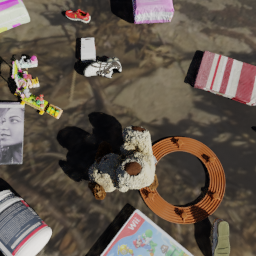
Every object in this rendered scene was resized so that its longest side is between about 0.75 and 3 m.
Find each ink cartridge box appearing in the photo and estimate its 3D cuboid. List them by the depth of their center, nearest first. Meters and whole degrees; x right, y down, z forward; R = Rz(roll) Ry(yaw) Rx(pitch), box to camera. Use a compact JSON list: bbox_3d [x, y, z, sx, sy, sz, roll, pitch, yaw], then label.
[{"bbox_3d":[-1.430,-2.811,10.078,0.494,0.228,0.907,-3,68,-1],"label":"ink cartridge box"}]

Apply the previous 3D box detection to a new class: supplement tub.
[{"bbox_3d":[-3.020,2.627,7.468,1.722,1.208,1.208,40,74,14],"label":"supplement tub"}]

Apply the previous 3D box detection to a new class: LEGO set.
[{"bbox_3d":[-3.114,-1.346,9.061,1.156,0.936,2.514,-24,70,-19],"label":"LEGO set"}]

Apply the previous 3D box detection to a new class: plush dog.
[{"bbox_3d":[-0.217,1.195,8.035,1.886,1.761,2.195,-9,38,15],"label":"plush dog"}]

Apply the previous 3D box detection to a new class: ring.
[{"bbox_3d":[1.614,1.486,8.420,2.642,0.254,2.642,0,70,1],"label":"ring"}]

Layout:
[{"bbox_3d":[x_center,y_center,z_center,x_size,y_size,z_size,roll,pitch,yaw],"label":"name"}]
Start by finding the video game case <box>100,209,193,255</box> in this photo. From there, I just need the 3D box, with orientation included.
[{"bbox_3d":[0.704,3.865,7.519,2.785,0.243,1.992,37,73,13],"label":"video game case"}]

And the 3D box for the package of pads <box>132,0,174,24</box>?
[{"bbox_3d":[0.865,-5.087,10.582,1.438,0.903,2.386,-3,69,-4],"label":"package of pads"}]

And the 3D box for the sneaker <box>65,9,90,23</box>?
[{"bbox_3d":[-1.888,-4.301,10.540,0.979,0.416,0.377,13,70,5],"label":"sneaker"}]

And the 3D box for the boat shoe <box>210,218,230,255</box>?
[{"bbox_3d":[2.509,3.111,7.706,0.454,0.416,1.216,7,89,-13],"label":"boat shoe"}]

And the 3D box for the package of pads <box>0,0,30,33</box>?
[{"bbox_3d":[-5.313,-4.458,10.322,2.730,0.931,2.109,-25,71,-9],"label":"package of pads"}]

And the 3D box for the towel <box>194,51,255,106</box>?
[{"bbox_3d":[3.489,-1.739,9.672,2.174,0.247,1.566,19,68,5],"label":"towel"}]

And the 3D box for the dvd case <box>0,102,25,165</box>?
[{"bbox_3d":[-4.103,0.137,8.821,1.542,0.166,2.074,-1,68,-13],"label":"dvd case"}]

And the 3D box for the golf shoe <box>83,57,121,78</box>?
[{"bbox_3d":[-0.860,-1.971,9.605,1.336,0.520,0.631,-21,70,-7],"label":"golf shoe"}]
